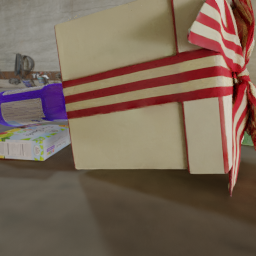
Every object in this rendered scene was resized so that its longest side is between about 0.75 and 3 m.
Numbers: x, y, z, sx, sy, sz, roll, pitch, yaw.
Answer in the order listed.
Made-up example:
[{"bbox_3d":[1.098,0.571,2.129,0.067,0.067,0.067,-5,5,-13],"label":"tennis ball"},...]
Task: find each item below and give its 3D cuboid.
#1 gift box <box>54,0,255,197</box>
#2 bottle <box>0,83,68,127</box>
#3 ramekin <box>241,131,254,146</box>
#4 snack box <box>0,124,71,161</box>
[{"bbox_3d":[0.597,-0.529,4.290,2.586,2.556,2.770,-5,11,26],"label":"gift box"},{"bbox_3d":[-1.936,-0.631,7.217,2.995,0.978,1.251,-5,3,18],"label":"bottle"},{"bbox_3d":[3.116,-0.281,6.624,2.088,1.020,2.088,0,10,0],"label":"ramekin"},{"bbox_3d":[-1.825,0.231,5.514,1.078,0.402,1.516,3,11,9],"label":"snack box"}]
